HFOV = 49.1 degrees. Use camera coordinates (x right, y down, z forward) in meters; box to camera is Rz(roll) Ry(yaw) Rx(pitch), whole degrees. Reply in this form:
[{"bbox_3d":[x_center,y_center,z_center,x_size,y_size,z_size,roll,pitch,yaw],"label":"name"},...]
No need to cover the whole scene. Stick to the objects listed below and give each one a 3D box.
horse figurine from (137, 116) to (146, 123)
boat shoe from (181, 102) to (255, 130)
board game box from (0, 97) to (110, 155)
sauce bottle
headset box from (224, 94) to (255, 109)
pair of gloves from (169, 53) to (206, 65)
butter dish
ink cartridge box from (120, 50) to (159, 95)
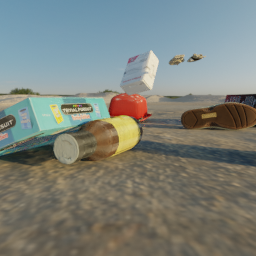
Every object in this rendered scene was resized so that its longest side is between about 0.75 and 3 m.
[{"bbox_3d":[0.244,-0.208,11.664,0.792,0.298,1.195,-16,6,27],"label":"horse figurine"},{"bbox_3d":[3.524,-0.448,10.939,2.839,1.048,1.050,1,0,14],"label":"boat shoe"},{"bbox_3d":[-1.787,-0.041,5.830,1.928,0.599,2.554,-20,-3,22],"label":"board game box"},{"bbox_3d":[-0.478,0.200,5.592,0.818,0.818,2.527,2,6,23],"label":"sauce bottle"},{"bbox_3d":[5.746,-0.830,12.637,1.998,1.008,2.688,13,3,-14],"label":"headset box"},{"bbox_3d":[2.004,-2.359,9.716,1.154,0.202,0.981,-7,0,-10],"label":"pair of gloves"},{"bbox_3d":[0.033,-1.284,14.489,2.279,1.689,2.285,9,13,17],"label":"butter dish"},{"bbox_3d":[0.490,-2.326,11.944,1.249,1.705,0.706,-9,-38,36],"label":"ink cartridge box"}]
